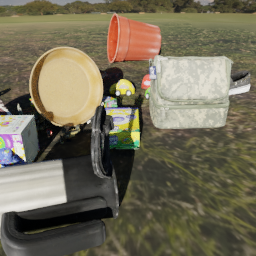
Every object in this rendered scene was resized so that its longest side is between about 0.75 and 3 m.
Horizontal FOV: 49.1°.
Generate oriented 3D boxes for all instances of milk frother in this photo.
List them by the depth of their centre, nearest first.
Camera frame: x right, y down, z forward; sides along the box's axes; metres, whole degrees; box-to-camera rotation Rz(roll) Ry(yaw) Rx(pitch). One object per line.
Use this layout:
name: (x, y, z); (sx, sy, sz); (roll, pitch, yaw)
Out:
milk frother: (-1.215, 0.753, 4.564); (2.034, 2.163, 1.952); (-7, 11, -14)

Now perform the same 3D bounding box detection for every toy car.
toy car: (0.810, -1.660, 11.608); (2.617, 0.584, 2.462); (-16, 30, -30)

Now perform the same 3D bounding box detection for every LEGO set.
LEGO set: (-2.535, -0.062, 8.511); (1.470, 0.641, 2.263); (-22, 46, -34)

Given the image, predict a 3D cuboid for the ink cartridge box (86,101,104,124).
ink cartridge box: (-1.582, -0.873, 9.510); (0.908, 0.535, 1.577); (-53, 40, -2)

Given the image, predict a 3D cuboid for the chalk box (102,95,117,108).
chalk box: (-0.743, -0.755, 9.769); (0.875, 0.546, 0.542); (19, 32, 37)

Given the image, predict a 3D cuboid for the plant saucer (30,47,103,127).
plant saucer: (-1.827, -1.196, 8.335); (2.321, 2.321, 0.411); (-20, 16, -35)

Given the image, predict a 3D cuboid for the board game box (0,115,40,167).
board game box: (-3.375, 0.359, 6.850); (2.024, 1.043, 1.062); (0, 26, 0)

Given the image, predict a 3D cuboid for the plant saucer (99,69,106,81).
plant saucer: (-2.323, -2.337, 13.205); (2.618, 0.451, 2.618); (-1, 26, 0)

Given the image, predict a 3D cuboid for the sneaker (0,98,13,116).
sneaker: (-4.397, -0.317, 8.519); (1.343, 0.880, 2.325); (-22, 34, -33)

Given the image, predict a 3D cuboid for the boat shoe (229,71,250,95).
boat shoe: (3.979, -1.869, 11.596); (2.925, 0.969, 1.023); (-11, 28, -22)

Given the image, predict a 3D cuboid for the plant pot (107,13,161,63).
plant pot: (0.383, -5.298, 17.056); (2.751, 2.829, 2.829); (1, 24, -17)

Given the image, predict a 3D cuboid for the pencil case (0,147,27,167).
pencil case: (-2.140, 0.646, 5.196); (0.311, 0.796, 0.346); (35, 72, 24)

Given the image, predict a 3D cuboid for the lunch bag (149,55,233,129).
lunch bag: (1.890, -1.234, 8.912); (2.541, 2.131, 1.771); (0, 26, 0)

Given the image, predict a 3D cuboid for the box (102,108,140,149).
box: (-0.293, -0.006, 8.264); (1.258, 0.518, 2.143); (0, 27, 0)

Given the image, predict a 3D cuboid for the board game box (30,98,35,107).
board game box: (-3.078, -1.091, 10.778); (0.601, 0.281, 1.182); (18, 31, 33)
